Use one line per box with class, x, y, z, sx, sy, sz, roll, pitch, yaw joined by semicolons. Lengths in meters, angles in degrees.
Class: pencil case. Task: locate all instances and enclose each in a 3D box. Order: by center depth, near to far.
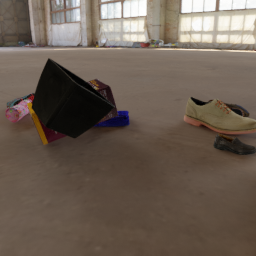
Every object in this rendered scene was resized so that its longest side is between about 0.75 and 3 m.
pencil case;-4.553;-0.763;11.847;0.679;0.679;1.554;3;20;7

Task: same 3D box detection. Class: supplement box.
supplement box;-1.961;-0.655;9.885;2.763;1.183;1.525;-22;26;-16

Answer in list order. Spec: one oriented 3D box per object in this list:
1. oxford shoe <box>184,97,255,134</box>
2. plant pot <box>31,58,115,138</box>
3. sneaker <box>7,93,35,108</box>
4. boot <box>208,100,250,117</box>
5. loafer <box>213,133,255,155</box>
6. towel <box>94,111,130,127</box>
oxford shoe;3.434;-0.497;10.510;2.921;1.078;1.034;15;25;35
plant pot;-1.671;-0.684;7.811;1.642;1.457;1.638;41;8;38
sneaker;-5.014;-1.283;13.294;0.806;0.669;1.687;8;21;25
boot;4.333;-0.766;12.109;0.864;0.666;1.782;-2;25;-40
loafer;3.319;0.499;8.695;1.273;0.460;0.464;10;21;24
towel;-0.865;-0.461;11.322;1.850;0.458;1.366;-1;21;-2
